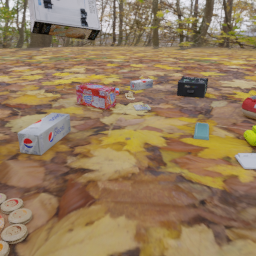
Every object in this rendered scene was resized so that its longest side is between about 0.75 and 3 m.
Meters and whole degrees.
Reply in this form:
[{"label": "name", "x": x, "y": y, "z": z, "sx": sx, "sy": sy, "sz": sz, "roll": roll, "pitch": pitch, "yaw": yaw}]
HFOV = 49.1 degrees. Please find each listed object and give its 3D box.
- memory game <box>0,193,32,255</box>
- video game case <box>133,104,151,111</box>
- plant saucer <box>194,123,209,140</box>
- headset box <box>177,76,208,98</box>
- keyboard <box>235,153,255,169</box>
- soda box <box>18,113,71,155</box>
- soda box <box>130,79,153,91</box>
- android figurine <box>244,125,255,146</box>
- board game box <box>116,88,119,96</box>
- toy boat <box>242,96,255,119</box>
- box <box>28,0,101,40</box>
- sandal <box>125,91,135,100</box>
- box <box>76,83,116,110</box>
[{"label": "memory game", "x": -3.103, "y": 1.972, "z": 5.459, "sx": 2.379, "sy": 0.152, "sz": 2.379, "roll": 0, "pitch": 20, "yaw": 0}, {"label": "video game case", "x": 0.669, "y": -0.983, "z": 13.392, "sx": 0.695, "sy": 0.084, "sz": 0.763, "roll": -4, "pitch": 20, "yaw": -9}, {"label": "plant saucer", "x": 2.766, "y": 0.093, "z": 10.479, "sx": 0.527, "sy": 0.143, "sz": 1.508, "roll": 6, "pitch": 20, "yaw": 14}, {"label": "headset box", "x": 3.681, "y": -2.337, "z": 15.923, "sx": 1.539, "sy": 0.820, "sz": 1.768, "roll": 7, "pitch": 22, "yaw": 17}, {"label": "keyboard", "x": 4.721, "y": 0.991, "z": 8.139, "sx": 2.954, "sy": 0.157, "sz": 0.831, "roll": 0, "pitch": 26, "yaw": 1}, {"label": "soda box", "x": -2.765, "y": 0.133, "z": 9.544, "sx": 0.753, "sy": 0.700, "sz": 2.207, "roll": 5, "pitch": 21, "yaw": 14}, {"label": "soda box", "x": 0.854, "y": -2.686, "z": 17.300, "sx": 1.502, "sy": 0.513, "sz": 0.476, "roll": -15, "pitch": 25, "yaw": -35}, {"label": "android figurine", "x": 5.038, "y": 0.362, "z": 9.256, "sx": 2.117, "sy": 0.478, "sz": 2.326, "roll": 3, "pitch": 18, "yaw": 5}, {"label": "board game box", "x": -1.090, "y": -2.074, "z": 16.073, "sx": 1.140, "sy": 0.230, "sz": 0.872, "roll": -1, "pitch": 21, "yaw": -2}, {"label": "toy boat", "x": 6.071, "y": -1.113, "z": 11.493, "sx": 1.651, "sy": 1.654, "sz": 2.530, "roll": -14, "pitch": 25, "yaw": -32}, {"label": "box", "x": -2.123, "y": -3.793, "z": 9.448, "sx": 2.219, "sy": 1.294, "sz": 0.667, "roll": -1, "pitch": -17, "yaw": -29}, {"label": "sandal", "x": 0.071, "y": -1.835, "z": 15.255, "sx": 0.399, "sy": 0.358, "sz": 1.088, "roll": -7, "pitch": 22, "yaw": -17}, {"label": "box", "x": -1.580, "y": -1.590, "z": 13.780, "sx": 1.882, "sy": 0.938, "sz": 0.898, "roll": 13, "pitch": 24, "yaw": 32}]
